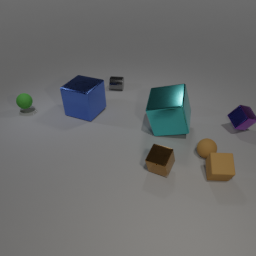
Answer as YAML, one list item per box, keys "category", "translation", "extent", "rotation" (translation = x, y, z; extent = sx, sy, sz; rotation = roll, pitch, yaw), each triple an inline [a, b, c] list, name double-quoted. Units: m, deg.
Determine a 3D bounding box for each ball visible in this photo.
- category: "ball"
  translation: [2.773, 0.713, 9.848]
  extent: [0.700, 0.700, 0.700]
  rotation: [0, 32, 0]
- category: "ball"
  translation: [-4.631, -1.204, 12.525]
  extent: [0.700, 0.700, 0.700]
  rotation: [0, 32, 0]

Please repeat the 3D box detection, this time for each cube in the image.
- category: "cube"
  translation: [4.525, -0.403, 11.053]
  extent: [0.700, 0.700, 0.700]
  rotation: [5, 53, -36]
- category: "cube"
  translation: [-1.936, -1.346, 12.401]
  extent: [1.400, 1.400, 1.400]
  rotation: [14, 39, 22]
- category: "cube"
  translation: [1.053, 1.049, 9.079]
  extent: [0.700, 0.700, 0.700]
  rotation: [15, 57, 26]
- category: "cube"
  translation: [2.873, 1.221, 8.776]
  extent: [0.700, 0.700, 0.700]
  rotation: [2, 64, 2]
- category: "cube"
  translation: [1.616, -0.688, 10.892]
  extent: [1.400, 1.400, 1.400]
  rotation: [-5, 43, 21]

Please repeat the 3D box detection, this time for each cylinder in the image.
- category: "cylinder"
  translation: [-0.589, -2.369, 14.806]
  extent: [0.700, 0.700, 0.700]
  rotation: [4, 32, 6]
